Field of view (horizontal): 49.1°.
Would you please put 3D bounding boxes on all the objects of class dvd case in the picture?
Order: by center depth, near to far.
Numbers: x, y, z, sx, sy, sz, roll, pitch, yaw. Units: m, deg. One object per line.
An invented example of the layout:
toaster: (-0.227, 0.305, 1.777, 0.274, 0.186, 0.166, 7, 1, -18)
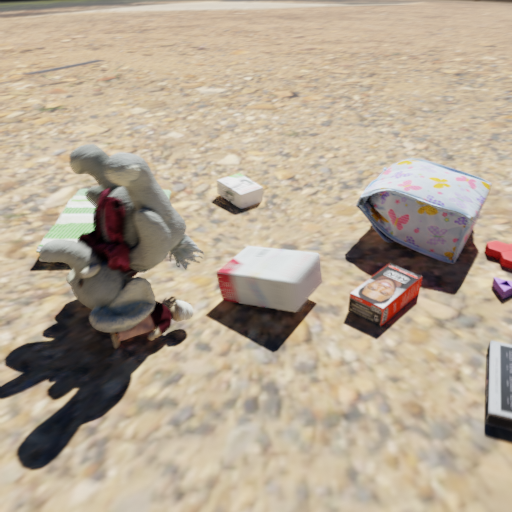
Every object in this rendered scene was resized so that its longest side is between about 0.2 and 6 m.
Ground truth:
dvd case: (3.754, 1.704, 6.691, 1.877, 0.232, 1.411, 11, 32, 17)

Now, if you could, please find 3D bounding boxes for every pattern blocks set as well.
pattern blocks set: (5.255, 0.509, 8.678, 3.030, 0.246, 2.664, 7, 32, 11)

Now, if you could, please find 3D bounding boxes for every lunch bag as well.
lunch bag: (2.984, -0.916, 10.145, 1.951, 1.240, 1.654, 25, 39, 19)

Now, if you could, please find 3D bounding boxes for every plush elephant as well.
plush elephant: (-2.027, -0.115, 7.781, 1.886, 2.436, 2.006, -48, 41, -14)

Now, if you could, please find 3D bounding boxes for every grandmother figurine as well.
grandmother figurine: (-1.452, 0.893, 7.822, 1.159, 0.351, 0.703, -15, 57, -11)

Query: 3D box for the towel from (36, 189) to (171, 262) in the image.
towel: (-2.767, -0.633, 10.568, 2.013, 0.309, 2.640, 0, 30, 0)

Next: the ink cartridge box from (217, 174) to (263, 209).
ink cartridge box: (-0.338, -1.357, 11.664, 0.601, 0.347, 0.825, -23, 41, -32)

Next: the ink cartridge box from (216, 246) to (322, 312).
ink cartridge box: (0.215, 0.326, 8.485, 1.295, 0.536, 0.944, 7, 30, 32)

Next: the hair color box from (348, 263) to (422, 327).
hair color box: (1.959, 0.568, 8.471, 0.587, 0.354, 1.156, 25, 40, 34)
